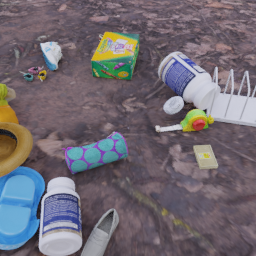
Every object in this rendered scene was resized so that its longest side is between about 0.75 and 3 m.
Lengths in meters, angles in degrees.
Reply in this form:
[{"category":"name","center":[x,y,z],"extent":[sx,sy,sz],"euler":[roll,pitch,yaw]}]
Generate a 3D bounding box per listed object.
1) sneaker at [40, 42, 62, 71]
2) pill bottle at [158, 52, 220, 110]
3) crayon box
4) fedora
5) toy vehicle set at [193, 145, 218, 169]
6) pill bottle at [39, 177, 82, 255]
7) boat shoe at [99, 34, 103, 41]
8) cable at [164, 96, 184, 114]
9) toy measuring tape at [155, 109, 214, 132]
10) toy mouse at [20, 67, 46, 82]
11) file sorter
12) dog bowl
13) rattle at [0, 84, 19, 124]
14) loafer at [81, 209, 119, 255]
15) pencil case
[{"category":"sneaker","center":[-3.586,-3.519,13.354],"extent":[0.883,0.836,2.186],"euler":[-16,46,-13]},{"category":"pill bottle","center":[2.330,-1.795,10.731],"extent":[1.325,1.325,2.291],"euler":[-25,56,-24]},{"category":"crayon box","center":[-0.510,-3.488,13.269],"extent":[1.777,0.872,2.993],"euler":[6,43,6]},{"category":"fedora","center":[-4.017,0.889,8.433],"extent":[2.605,1.062,2.605],"euler":[-4,40,3]},{"category":"toy vehicle set","center":[2.501,0.927,9.078],"extent":[0.567,0.121,0.913],"euler":[-2,43,-2]},{"category":"pill bottle","center":[-1.693,2.170,7.092],"extent":[0.988,0.988,1.778],"euler":[-7,44,-7]},{"category":"boat shoe","center":[-1.163,-4.763,15.082],"extent":[0.976,0.305,0.347],"euler":[28,48,25]},{"category":"cable","center":[1.665,-0.831,10.175],"extent":[0.766,0.265,0.766],"euler":[-16,36,41]},{"category":"toy measuring tape","center":[2.038,-0.264,9.922],"extent":[2.120,0.780,0.780],"euler":[-5,43,-6]},{"category":"toy mouse","center":[-4.239,-2.389,12.547],"extent":[1.216,0.265,1.368],"euler":[2,43,1]},{"category":"file sorter","center":[4.263,-1.187,10.378],"extent":[2.363,1.472,1.640],"euler":[9,44,9]},{"category":"dog bowl","center":[-2.931,2.057,7.302],"extent":[1.260,0.560,2.261],"euler":[13,40,-18]},{"category":"rattle","center":[-5.451,-0.461,10.365],"extent":[2.714,1.939,1.767],"euler":[-18,11,3]},{"category":"loafer","center":[-0.708,2.673,6.884],"extent":[0.544,0.543,1.556],"euler":[16,45,17]},{"category":"pencil case","center":[-0.978,0.748,8.582],"extent":[1.881,0.800,0.869],"euler":[-18,87,-7]}]
